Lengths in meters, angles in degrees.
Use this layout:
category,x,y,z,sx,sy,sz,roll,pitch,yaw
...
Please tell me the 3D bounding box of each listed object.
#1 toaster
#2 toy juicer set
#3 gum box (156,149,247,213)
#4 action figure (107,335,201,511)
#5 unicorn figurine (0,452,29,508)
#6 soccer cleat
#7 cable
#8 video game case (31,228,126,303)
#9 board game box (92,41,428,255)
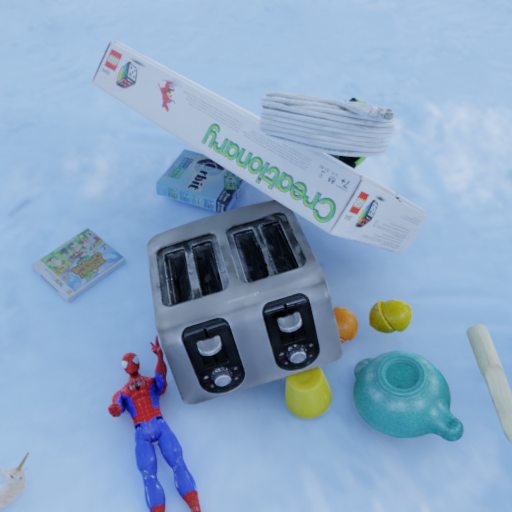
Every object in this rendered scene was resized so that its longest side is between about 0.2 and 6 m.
category,x,y,z,sx,sy,sz,roll,pitch,yaw
toaster,-0.219,0.524,8.019,2.309,1.515,2.553,-16,40,-2
toy juicer set,2.116,1.597,7.885,3.185,0.867,2.026,7,47,21
gum box,-0.994,-1.438,10.717,1.426,0.318,1.212,16,46,12
action figure,-1.343,2.186,7.147,0.892,1.353,2.734,-18,50,-15
unicorn figurine,-3.475,3.113,6.895,1.011,0.544,1.472,11,65,-3
soccer cleat,1.606,-2.047,9.723,0.918,2.720,1.103,-41,101,4
cable,0.782,-1.486,6.252,1.517,0.525,1.517,13,18,15
video game case,-3.041,0.129,9.603,1.086,0.132,1.193,35,58,26
board game box,0.092,-1.710,9.019,4.966,3.135,0.859,35,103,29
